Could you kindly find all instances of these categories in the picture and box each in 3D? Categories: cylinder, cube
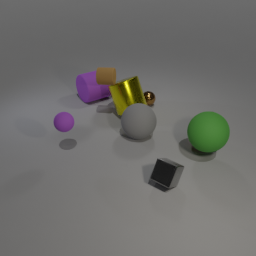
[{"bbox_3d":[-1.662,-2.101,13.925,1.400,1.400,1.400,-21,37,-30],"label":"cylinder"},{"bbox_3d":[1.231,1.391,8.752,0.700,0.700,0.700,23,7,30],"label":"cube"},{"bbox_3d":[-0.016,-1.447,12.473,1.400,1.400,1.400,-18,13,4],"label":"cylinder"},{"bbox_3d":[-0.887,-2.111,11.428,0.700,0.700,0.700,3,32,9],"label":"cylinder"}]

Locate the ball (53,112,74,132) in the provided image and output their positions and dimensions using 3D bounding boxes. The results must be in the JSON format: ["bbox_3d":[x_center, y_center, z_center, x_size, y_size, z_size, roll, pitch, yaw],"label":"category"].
[{"bbox_3d":[-2.191,-0.206,9.589,0.700,0.700,0.700,0,32,0],"label":"ball"}]

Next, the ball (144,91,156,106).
[{"bbox_3d":[0.984,-1.429,13.519,0.700,0.700,0.700,0,32,0],"label":"ball"}]

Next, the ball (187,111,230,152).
[{"bbox_3d":[2.738,0.132,9.572,1.400,1.400,1.400,0,32,0],"label":"ball"}]

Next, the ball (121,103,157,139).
[{"bbox_3d":[0.421,-0.266,10.980,1.400,1.400,1.400,0,32,0],"label":"ball"}]
